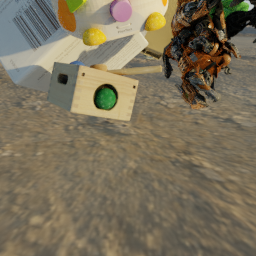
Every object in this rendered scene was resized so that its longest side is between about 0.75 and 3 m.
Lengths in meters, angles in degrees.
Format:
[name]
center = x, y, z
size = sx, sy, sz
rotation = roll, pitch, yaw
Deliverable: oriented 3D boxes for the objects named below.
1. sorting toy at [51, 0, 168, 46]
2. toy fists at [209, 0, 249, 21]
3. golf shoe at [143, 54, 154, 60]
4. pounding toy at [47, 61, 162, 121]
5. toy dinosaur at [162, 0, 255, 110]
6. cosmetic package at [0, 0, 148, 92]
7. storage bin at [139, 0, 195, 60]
[sorting toy]
center = -0.236, -2.027, 3.531
size = 1.771, 1.595, 0.946
rotation = -16, 54, -3
[toy fists]
center = 3.127, -3.903, 9.737
size = 0.738, 1.094, 2.146
rotation = 32, -8, -33
[golf shoe]
center = 1.570, -3.923, 10.719
size = 2.909, 1.414, 1.139
rotation = -44, 66, -2
[pounding toy]
center = -0.423, -0.709, 4.598
size = 1.269, 0.980, 1.379
rotation = 7, 9, -36
[toy dinosaur]
center = 1.421, -1.892, 5.038
size = 2.025, 2.984, 1.524
rotation = -15, -4, 38
[cosmetic package]
center = -1.427, -2.369, 6.353
size = 2.423, 2.408, 2.895
rotation = -39, -11, 12
[storage bin]
center = 0.558, -3.664, 8.662
size = 2.459, 2.441, 1.152
rotation = 16, 48, -20
